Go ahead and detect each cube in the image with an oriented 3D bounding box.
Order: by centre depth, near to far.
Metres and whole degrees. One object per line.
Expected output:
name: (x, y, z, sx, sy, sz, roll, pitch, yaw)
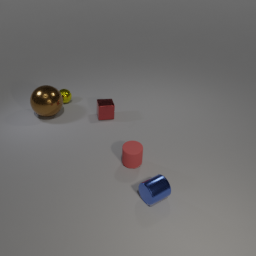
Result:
cube: (-0.997, -0.831, 12.389, 0.700, 0.700, 0.700, -3, 32, -13)

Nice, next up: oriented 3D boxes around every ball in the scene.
ball: (-3.581, -1.183, 12.344, 1.400, 1.400, 1.400, 0, 32, 0)
ball: (-3.083, -1.555, 13.588, 0.700, 0.700, 0.700, 0, 32, 0)

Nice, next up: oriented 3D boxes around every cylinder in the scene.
cylinder: (0.783, 1.809, 8.219, 0.700, 0.700, 0.700, -20, 37, -28)
cylinder: (0.153, 0.908, 9.586, 0.700, 0.700, 0.700, 1, 39, -1)
